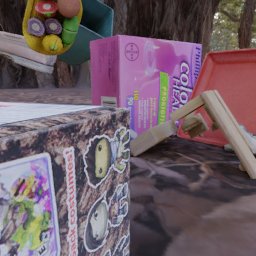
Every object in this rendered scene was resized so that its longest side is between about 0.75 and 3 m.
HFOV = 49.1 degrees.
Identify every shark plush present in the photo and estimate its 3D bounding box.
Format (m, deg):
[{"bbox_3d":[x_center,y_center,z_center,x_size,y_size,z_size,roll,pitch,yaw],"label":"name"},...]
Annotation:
[{"bbox_3d":[2.579,0.274,5.608,0.584,0.637,1.403,11,2,-30],"label":"shark plush"}]

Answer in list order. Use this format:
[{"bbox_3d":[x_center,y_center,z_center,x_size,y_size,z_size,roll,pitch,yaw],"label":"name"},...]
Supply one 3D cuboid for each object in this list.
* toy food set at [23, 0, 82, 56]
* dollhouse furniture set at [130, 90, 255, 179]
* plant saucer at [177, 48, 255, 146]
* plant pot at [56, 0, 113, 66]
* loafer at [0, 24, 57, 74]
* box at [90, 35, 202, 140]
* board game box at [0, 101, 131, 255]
[{"bbox_3d":[-1.055,-1.673,4.116,0.811,1.379,0.450,10,28,-27],"label":"toy food set"},{"bbox_3d":[1.265,0.410,5.444,1.867,1.521,1.776,-34,-7,27],"label":"dollhouse furniture set"},{"bbox_3d":[2.614,-0.681,6.659,0.459,2.500,2.495,27,-9,-39],"label":"plant saucer"},{"bbox_3d":[-1.480,-2.706,8.119,1.294,1.295,1.832,20,-34,-31],"label":"plant pot"},{"bbox_3d":[-3.073,-2.198,6.952,2.680,0.843,0.964,20,11,-12],"label":"loafer"},{"bbox_3d":[0.522,-1.024,7.461,2.770,2.437,1.339,-7,12,-36],"label":"box"},{"bbox_3d":[-1.573,0.682,0.826,2.255,1.370,2.828,5,11,25],"label":"board game box"}]
